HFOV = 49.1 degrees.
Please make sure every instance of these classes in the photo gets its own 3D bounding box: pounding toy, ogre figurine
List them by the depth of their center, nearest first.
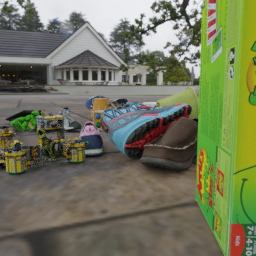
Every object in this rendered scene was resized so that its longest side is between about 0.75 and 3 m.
[{"bbox_3d":[-0.759,-0.472,10.078,0.979,1.114,0.510,5,10,30],"label":"pounding toy"},{"bbox_3d":[-3.456,-0.209,10.106,1.394,0.684,0.836,-12,20,26],"label":"ogre figurine"}]

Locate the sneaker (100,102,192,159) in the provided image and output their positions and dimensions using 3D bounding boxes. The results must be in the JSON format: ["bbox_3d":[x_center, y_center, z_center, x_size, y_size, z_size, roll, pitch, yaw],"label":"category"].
[{"bbox_3d":[0.519,-0.277,7.028,1.426,1.184,2.985,34,26,28],"label":"sneaker"}]

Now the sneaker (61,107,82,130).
[{"bbox_3d":[-2.145,-0.347,10.074,0.515,0.793,1.373,-7,7,-40],"label":"sneaker"}]

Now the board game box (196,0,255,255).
[{"bbox_3d":[1.233,-0.306,2.961,0.682,2.866,1.456,0,8,2],"label":"board game box"}]

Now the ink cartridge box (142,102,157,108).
[{"bbox_3d":[1.687,-1.106,15.875,1.595,0.670,1.155,2,9,13],"label":"ink cartridge box"}]

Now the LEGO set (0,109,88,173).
[{"bbox_3d":[-1.820,0.166,5.775,1.871,1.084,1.438,-5,8,-28],"label":"LEGO set"}]

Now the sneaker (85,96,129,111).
[{"bbox_3d":[-1.320,-1.215,16.240,2.775,1.069,1.182,3,-5,-38],"label":"sneaker"}]

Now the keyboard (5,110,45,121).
[{"bbox_3d":[-4.096,-0.342,11.493,1.244,0.473,2.389,-3,-3,-38],"label":"keyboard"}]

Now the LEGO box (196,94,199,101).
[{"bbox_3d":[2.622,-0.879,12.399,0.929,1.248,0.482,3,9,25],"label":"LEGO box"}]

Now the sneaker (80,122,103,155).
[{"bbox_3d":[-0.916,0.173,7.032,0.620,0.725,1.768,-5,8,-12],"label":"sneaker"}]

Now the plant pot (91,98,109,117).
[{"bbox_3d":[-1.418,-1.072,14.664,1.049,0.960,1.049,0,8,0],"label":"plant pot"}]

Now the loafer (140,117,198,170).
[{"bbox_3d":[1.020,0.231,5.998,0.944,0.917,2.584,4,9,27],"label":"loafer"}]

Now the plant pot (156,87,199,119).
[{"bbox_3d":[1.958,-0.731,11.281,1.457,1.584,1.584,-12,9,-3],"label":"plant pot"}]
